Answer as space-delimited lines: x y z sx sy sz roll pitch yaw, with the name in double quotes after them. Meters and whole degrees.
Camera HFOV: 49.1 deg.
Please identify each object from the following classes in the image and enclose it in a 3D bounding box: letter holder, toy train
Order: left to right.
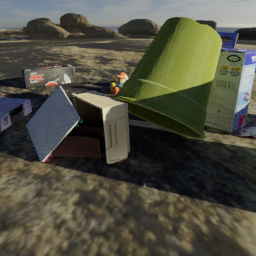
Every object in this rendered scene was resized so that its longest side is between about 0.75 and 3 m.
-1.257 0.207 7.307 1.323 0.941 0.665 1 22 16 "letter holder"
0.275 -2.357 14.044 2.121 0.785 2.823 6 22 15 "toy train"

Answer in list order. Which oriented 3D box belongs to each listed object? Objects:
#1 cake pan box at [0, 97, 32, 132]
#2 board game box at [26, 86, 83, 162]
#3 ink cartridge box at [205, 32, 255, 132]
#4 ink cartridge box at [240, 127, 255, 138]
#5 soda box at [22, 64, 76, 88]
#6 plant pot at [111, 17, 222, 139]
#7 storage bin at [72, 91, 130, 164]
-4.828 -0.560 9.877 2.238 0.585 2.061 3 24 8 "cake pan box"
-1.949 -0.124 7.299 0.197 1.523 1.523 30 17 -49 "board game box"
2.929 -1.569 9.157 2.008 2.943 1.123 19 27 38 "ink cartridge box"
3.989 0.167 8.652 0.927 0.232 0.746 -8 17 27 "ink cartridge box"
-4.159 -2.759 14.835 2.622 0.928 0.830 -12 22 -25 "soda box"
1.288 -1.447 7.765 2.818 2.676 2.818 23 -2 1 "plant pot"
-0.719 -0.056 7.305 0.731 1.549 1.560 -18 28 -33 "storage bin"
